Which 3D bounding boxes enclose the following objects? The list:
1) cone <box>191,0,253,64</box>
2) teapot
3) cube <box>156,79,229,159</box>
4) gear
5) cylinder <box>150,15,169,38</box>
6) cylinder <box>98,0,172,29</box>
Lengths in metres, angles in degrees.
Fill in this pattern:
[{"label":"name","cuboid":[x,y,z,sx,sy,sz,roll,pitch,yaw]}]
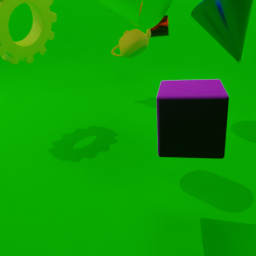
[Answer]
[{"label":"cone","cuboid":[2.686,-2.484,7.322,1.659,1.666,1.659,-16,-1,0]},{"label":"teapot","cuboid":[0.199,-3.052,9.844,1.750,0.857,1.088,-32,-3,8]},{"label":"cube","cuboid":[0.945,-0.167,4.241,0.937,0.937,0.937,0,23,11]},{"label":"gear","cuboid":[-2.651,-2.609,6.972,0.371,2.005,2.005,27,37,22]},{"label":"cylinder","cuboid":[1.225,-4.041,11.137,0.786,0.786,0.786,-1,28,13]},{"label":"cylinder","cuboid":[0.131,-2.448,4.937,1.039,1.039,1.039,36,41,20]}]
